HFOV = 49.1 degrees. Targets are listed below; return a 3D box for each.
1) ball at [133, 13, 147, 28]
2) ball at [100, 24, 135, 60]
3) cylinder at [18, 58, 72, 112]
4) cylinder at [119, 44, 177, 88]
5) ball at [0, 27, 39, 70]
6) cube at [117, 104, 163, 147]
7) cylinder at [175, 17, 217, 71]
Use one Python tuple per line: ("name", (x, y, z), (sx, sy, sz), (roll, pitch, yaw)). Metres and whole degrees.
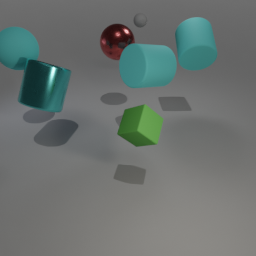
("ball", (0.630, -5.510, 14.329), (0.700, 0.700, 0.700), (0, 30, 0))
("ball", (-0.420, -3.409, 11.135), (1.400, 1.400, 1.400), (0, 30, 0))
("cylinder", (-2.644, -1.349, 8.919), (1.400, 1.400, 1.400), (16, 8, -2))
("cylinder", (0.658, -2.068, 9.382), (1.400, 1.400, 1.400), (-10, 30, -39))
("ball", (-3.694, -2.636, 9.337), (1.400, 1.400, 1.400), (0, 30, 0))
("cube", (0.296, -0.038, 6.581), (0.700, 0.700, 0.700), (-11, 54, 46))
("cylinder", (2.543, -3.144, 10.564), (1.400, 1.400, 1.400), (-1, 62, -1))
